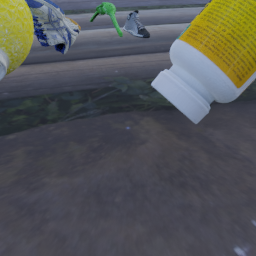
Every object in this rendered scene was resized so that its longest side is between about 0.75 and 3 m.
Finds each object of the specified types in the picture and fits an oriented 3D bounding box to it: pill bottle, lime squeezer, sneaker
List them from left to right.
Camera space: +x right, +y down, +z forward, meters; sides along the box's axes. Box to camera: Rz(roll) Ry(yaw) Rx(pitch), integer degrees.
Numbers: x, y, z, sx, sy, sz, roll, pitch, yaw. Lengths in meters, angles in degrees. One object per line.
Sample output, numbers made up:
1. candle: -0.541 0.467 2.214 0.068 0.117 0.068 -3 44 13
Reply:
1. sneaker: -1.953 -2.473 6.817 0.805 0.943 2.139 28 4 26
2. lime squeezer: -0.778 -4.045 10.045 0.483 0.905 2.563 -27 40 -18
3. sneaker: 0.331 -3.779 10.100 0.527 0.812 1.406 -12 37 -36
4. pill bottle: 1.889 -1.559 5.454 1.667 2.956 1.667 40 10 -8

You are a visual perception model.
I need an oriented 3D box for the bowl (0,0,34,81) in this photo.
1. bowl: -3.060 -1.637 5.634 2.441 2.441 1.314 -12 67 -18
